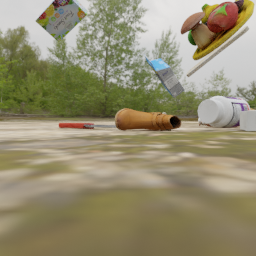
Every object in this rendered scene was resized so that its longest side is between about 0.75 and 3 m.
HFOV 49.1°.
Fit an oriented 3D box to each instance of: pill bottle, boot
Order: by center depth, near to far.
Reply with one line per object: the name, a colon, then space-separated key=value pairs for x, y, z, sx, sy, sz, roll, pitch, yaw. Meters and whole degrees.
boot: x=0.454 y=-0.125 z=6.118 sx=1.033 sy=0.510 sz=1.331 roll=7 pitch=-2 yaw=40
pill bottle: x=2.983 y=-0.498 z=8.750 sx=1.740 sy=0.969 sz=0.969 roll=-1 pitch=2 yaw=-41

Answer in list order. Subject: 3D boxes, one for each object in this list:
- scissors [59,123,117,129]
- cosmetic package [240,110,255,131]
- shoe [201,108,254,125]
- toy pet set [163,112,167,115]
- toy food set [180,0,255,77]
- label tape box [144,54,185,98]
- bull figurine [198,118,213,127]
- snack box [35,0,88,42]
scissors: x=-1.141 y=-0.036 z=7.470 sx=1.033 sy=0.197 sz=2.823 roll=2 pitch=2 yaw=-24
cosmetic package: x=2.849 y=-0.170 z=6.217 sx=0.579 sy=0.457 sz=1.077 roll=-1 pitch=1 yaw=16
shoe: x=4.022 y=-0.356 z=11.310 sx=2.480 sy=0.867 sz=0.662 roll=4 pitch=48 yaw=43
toy pet set: x=1.638 y=-0.314 z=14.303 sx=0.990 sy=0.563 sz=1.061 roll=-35 pitch=2 yaw=-6
toy food set: x=1.958 y=-2.487 z=6.549 sx=1.655 sy=0.919 sz=2.813 roll=-36 pitch=13 yaw=38
label tape box: x=1.498 y=-2.326 z=11.723 sx=0.620 sy=1.876 sz=1.344 roll=-34 pitch=30 yaw=7
bull figurine: x=3.155 y=-0.243 z=10.209 sx=0.717 sy=0.384 sz=1.180 roll=-1 pitch=2 yaw=-41
snack box: x=-2.266 y=-3.828 z=9.580 sx=1.486 sy=0.394 sz=1.057 roll=-34 pitch=-54 yaw=26
